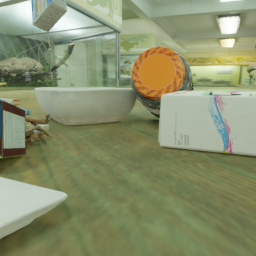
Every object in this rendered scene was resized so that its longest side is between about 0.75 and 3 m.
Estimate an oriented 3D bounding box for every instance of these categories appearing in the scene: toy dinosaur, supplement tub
[{"bbox_3d":[-2.389,0.034,5.998,1.135,0.719,1.675,-3,3,24],"label":"toy dinosaur"},{"bbox_3d":[1.080,-1.252,8.354,1.702,1.702,2.778,3,-7,15],"label":"supplement tub"}]

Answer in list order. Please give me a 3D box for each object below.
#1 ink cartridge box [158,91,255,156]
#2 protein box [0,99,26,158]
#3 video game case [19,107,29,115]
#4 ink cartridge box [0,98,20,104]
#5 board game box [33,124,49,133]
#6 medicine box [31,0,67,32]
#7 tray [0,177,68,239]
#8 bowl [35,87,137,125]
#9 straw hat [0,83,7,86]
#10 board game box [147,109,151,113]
[{"bbox_3d":[2.170,-0.197,5.894,2.631,1.105,1.905,4,11,25],"label":"ink cartridge box"},{"bbox_3d":[-2.438,0.056,4.502,1.255,0.853,1.264,-1,-4,-6],"label":"protein box"},{"bbox_3d":[-5.193,-0.599,10.764,2.323,0.207,1.663,-7,12,-33],"label":"video game case"},{"bbox_3d":[-6.645,-1.268,14.264,1.530,0.473,1.887,3,0,20],"label":"ink cartridge box"},{"bbox_3d":[-2.566,0.023,7.474,0.519,0.132,0.772,4,11,21],"label":"board game box"},{"bbox_3d":[-1.707,-2.622,6.018,0.779,0.710,0.401,-28,-28,36],"label":"medicine box"},{"bbox_3d":[-2.024,0.751,2.862,2.553,0.283,1.371,5,9,28],"label":"tray"},{"bbox_3d":[-1.429,-0.819,9.438,2.982,1.113,2.978,-7,12,-29],"label":"bowl"},{"bbox_3d":[-3.739,-0.139,5.288,2.876,1.217,2.876,-3,13,1],"label":"straw hat"},{"bbox_3d":[1.858,-0.818,11.622,1.866,0.321,1.263,4,11,22],"label":"board game box"}]
